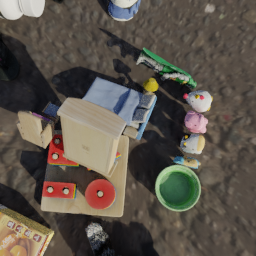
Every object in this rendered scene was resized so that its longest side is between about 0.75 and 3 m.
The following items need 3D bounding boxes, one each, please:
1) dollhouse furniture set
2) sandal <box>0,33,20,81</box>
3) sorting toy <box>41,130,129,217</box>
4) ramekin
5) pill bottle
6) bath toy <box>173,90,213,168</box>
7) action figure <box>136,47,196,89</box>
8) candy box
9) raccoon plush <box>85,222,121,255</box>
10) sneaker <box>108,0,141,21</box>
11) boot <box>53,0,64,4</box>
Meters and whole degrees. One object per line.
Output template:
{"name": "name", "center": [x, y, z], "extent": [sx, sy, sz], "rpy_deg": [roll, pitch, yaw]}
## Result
{"name": "dollhouse furniture set", "center": [-0.775, -0.789, 6.937], "extent": [2.744, 1.896, 2.906], "rpy_deg": [23, 56, 6]}
{"name": "sandal", "center": [-4.044, -2.402, 8.370], "extent": [0.888, 0.565, 2.362], "rpy_deg": [-30, 78, -7]}
{"name": "sorting toy", "center": [-1.132, 1.137, 7.379], "extent": [2.165, 0.758, 2.179], "rpy_deg": [4, 75, 1]}
{"name": "ramekin", "center": [1.268, 1.582, 7.372], "extent": [1.158, 0.566, 1.158], "rpy_deg": [0, 76, 0]}
{"name": "pill bottle", "center": [-3.958, -4.077, 8.321], "extent": [2.672, 1.487, 1.487], "rpy_deg": [9, 76, 2]}
{"name": "bath toy", "center": [1.736, -0.048, 7.525], "extent": [0.799, 0.941, 2.163], "rpy_deg": [18, 76, -18]}
{"name": "action figure", "center": [1.144, -1.627, 8.071], "extent": [1.853, 1.094, 0.507], "rpy_deg": [25, 92, -3]}
{"name": "candy box", "center": [-3.580, 2.765, 6.939], "extent": [2.937, 0.812, 1.695], "rpy_deg": [24, 78, 5]}
{"name": "raccoon plush", "center": [0.383, 3.316, 6.614], "extent": [1.945, 1.405, 2.903], "rpy_deg": [-21, 76, -13]}
{"name": "sneaker", "center": [0.281, -4.837, 8.421], "extent": [1.159, 1.657, 2.870], "rpy_deg": [23, 77, 5]}
{"name": "boot", "center": [-2.525, -5.007, 8.990], "extent": [1.809, 0.594, 1.491], "rpy_deg": [29, 89, 11]}
